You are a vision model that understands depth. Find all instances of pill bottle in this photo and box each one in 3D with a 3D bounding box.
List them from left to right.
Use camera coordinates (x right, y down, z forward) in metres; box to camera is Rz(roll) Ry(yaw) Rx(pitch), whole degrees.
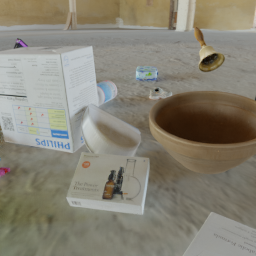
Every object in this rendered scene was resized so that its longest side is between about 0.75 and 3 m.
[{"bbox_3d":[-1.108,-1.326,10.940,0.801,0.801,1.473,12,26,25],"label":"pill bottle"}]

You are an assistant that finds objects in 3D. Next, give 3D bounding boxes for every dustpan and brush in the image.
[{"bbox_3d":[-0.461,0.537,6.637,1.705,0.699,2.442,29,24,-17],"label":"dustpan and brush"}]

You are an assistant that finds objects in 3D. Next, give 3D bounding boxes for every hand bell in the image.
[{"bbox_3d":[2.785,-3.070,10.317,0.955,0.955,1.835,-5,60,-12],"label":"hand bell"}]

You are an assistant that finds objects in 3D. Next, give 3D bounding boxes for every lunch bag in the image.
[{"bbox_3d":[1.005,-2.901,14.805,1.149,0.589,1.430,0,23,3],"label":"lunch bag"}]

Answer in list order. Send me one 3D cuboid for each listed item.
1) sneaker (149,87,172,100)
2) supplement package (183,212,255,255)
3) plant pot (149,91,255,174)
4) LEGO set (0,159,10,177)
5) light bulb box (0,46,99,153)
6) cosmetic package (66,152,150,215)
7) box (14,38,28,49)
[{"bbox_3d":[1.398,-1.490,11.714,1.067,0.491,0.404,-11,27,-25],"label":"sneaker"},{"bbox_3d":[1.012,2.002,3.082,1.044,1.005,1.836,16,29,32],"label":"supplement package"},{"bbox_3d":[1.904,0.200,6.691,2.774,1.280,2.774,-3,28,2],"label":"plant pot"},{"bbox_3d":[-3.326,0.891,6.401,1.048,0.400,0.430,2,23,8],"label":"LEGO set"},{"bbox_3d":[-2.228,-0.886,7.704,2.469,2.491,1.555,7,24,23],"label":"light bulb box"},{"bbox_3d":[-0.350,1.060,5.569,1.450,0.375,1.093,4,45,10],"label":"cosmetic package"},{"bbox_3d":[-3.300,-2.230,8.424,0.142,0.784,0.560,18,-3,1],"label":"box"}]
